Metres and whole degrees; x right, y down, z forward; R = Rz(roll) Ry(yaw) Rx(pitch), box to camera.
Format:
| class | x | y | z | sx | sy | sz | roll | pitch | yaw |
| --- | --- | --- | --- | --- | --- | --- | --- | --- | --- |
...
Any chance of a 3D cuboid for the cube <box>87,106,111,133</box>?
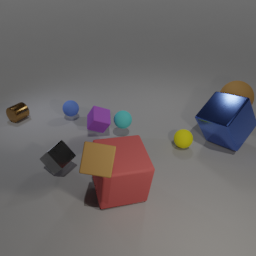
| class | x | y | z | sx | sy | sz | roll | pitch | yaw |
| --- | --- | --- | --- | --- | --- | --- | --- | --- | --- |
| cube | -1.134 | -0.327 | 10.815 | 0.700 | 0.700 | 0.700 | 13 | 53 | -25 |

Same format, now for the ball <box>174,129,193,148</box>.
| class | x | y | z | sx | sy | sz | roll | pitch | yaw |
| --- | --- | --- | --- | --- | --- | --- | --- | --- | --- |
| ball | 2.038 | 0.394 | 10.319 | 0.700 | 0.700 | 0.700 | 0 | 31 | 0 |

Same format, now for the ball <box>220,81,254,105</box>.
| class | x | y | z | sx | sy | sz | roll | pitch | yaw |
| --- | --- | --- | --- | --- | --- | --- | --- | --- | --- |
| ball | 4.576 | -1.294 | 11.837 | 1.400 | 1.400 | 1.400 | 0 | 31 | 0 |

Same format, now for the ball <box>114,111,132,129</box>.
| class | x | y | z | sx | sy | sz | roll | pitch | yaw |
| --- | --- | --- | --- | --- | --- | --- | --- | --- | --- |
| ball | -0.198 | -0.324 | 10.793 | 0.700 | 0.700 | 0.700 | 0 | 31 | 0 |

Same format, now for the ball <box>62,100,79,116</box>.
| class | x | y | z | sx | sy | sz | roll | pitch | yaw |
| --- | --- | --- | --- | --- | --- | --- | --- | --- | --- |
| ball | -2.473 | -0.848 | 12.106 | 0.700 | 0.700 | 0.700 | 0 | 31 | 0 |

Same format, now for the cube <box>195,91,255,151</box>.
| class | x | y | z | sx | sy | sz | roll | pitch | yaw |
| --- | --- | --- | --- | --- | --- | --- | --- | --- | --- |
| cube | 3.571 | -0.269 | 10.183 | 1.400 | 1.400 | 1.400 | -48 | 38 | -15 |

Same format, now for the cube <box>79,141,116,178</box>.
| class | x | y | z | sx | sy | sz | roll | pitch | yaw |
| --- | --- | --- | --- | --- | --- | --- | --- | --- | --- |
| cube | -0.680 | 0.710 | 6.381 | 0.700 | 0.700 | 0.700 | 10 | -5 | -3 |

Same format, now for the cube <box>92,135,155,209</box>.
| class | x | y | z | sx | sy | sz | roll | pitch | yaw |
| --- | --- | --- | --- | --- | --- | --- | --- | --- | --- |
| cube | -0.215 | 1.219 | 7.949 | 1.400 | 1.400 | 1.400 | -6 | 42 | -16 |

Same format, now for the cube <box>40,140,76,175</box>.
| class | x | y | z | sx | sy | sz | roll | pitch | yaw |
| --- | --- | --- | --- | --- | --- | --- | --- | --- | --- |
| cube | -2.246 | 0.940 | 8.968 | 0.700 | 0.700 | 0.700 | 49 | 47 | -6 |

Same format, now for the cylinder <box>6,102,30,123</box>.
| class | x | y | z | sx | sy | sz | roll | pitch | yaw |
| --- | --- | --- | --- | --- | --- | --- | --- | --- | --- |
| cylinder | -4.809 | -0.684 | 12.227 | 0.700 | 0.700 | 0.700 | 17 | 34 | 27 |
